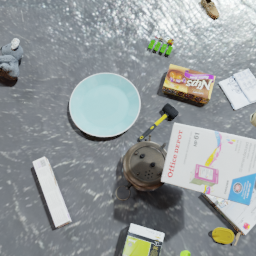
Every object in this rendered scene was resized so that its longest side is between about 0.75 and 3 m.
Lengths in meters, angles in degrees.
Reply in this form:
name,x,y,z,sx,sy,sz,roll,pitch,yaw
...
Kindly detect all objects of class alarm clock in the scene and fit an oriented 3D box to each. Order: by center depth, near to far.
name,x,y,z,sx,sy,sz,roll,pitch,yaw
alarm clock,0.523,1.572,10.207,1.767,0.872,2.620,39,77,13

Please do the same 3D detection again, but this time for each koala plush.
name,x,y,z,sx,sy,sz,roll,pitch,yaw
koala plush,-4.931,-2.936,11.729,1.400,1.351,1.523,27,71,-3

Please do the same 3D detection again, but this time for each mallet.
name,x,y,z,sx,sy,sz,roll,pitch,yaw
mallet,1.087,-0.243,11.151,1.972,0.406,0.650,-35,73,-8

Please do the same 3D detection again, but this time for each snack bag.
name,x,y,z,sx,sy,sz,roll,pitch,yaw
snack bag,4.778,-1.640,11.758,1.586,0.170,1.496,-21,71,-8

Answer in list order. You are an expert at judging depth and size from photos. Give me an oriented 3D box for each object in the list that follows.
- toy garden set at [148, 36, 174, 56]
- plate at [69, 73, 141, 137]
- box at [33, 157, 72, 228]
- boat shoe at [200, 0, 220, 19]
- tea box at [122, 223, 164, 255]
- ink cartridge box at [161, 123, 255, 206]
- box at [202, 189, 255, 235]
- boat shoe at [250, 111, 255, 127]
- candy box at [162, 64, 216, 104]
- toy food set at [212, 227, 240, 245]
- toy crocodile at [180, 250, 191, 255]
name,x,y,z,sx,sy,sz,roll,pitch,yaw
toy garden set,1.523,-3.720,12.549,1.019,0.203,0.850,22,72,9
plate,-0.927,-0.931,11.387,2.872,0.367,2.872,0,70,-1
box,-2.753,2.272,10.084,0.526,0.491,2.538,-25,71,-9
boat shoe,3.871,-5.715,13.176,0.471,0.426,1.321,-29,72,-10
tea box,0.493,3.911,9.304,1.161,0.776,1.142,16,70,6
ink cartridge box,2.202,0.911,7.585,2.319,0.981,1.676,12,91,18
box,3.873,2.579,10.028,1.468,0.388,1.884,-41,74,-14
boat shoe,4.229,-0.982,7.802,0.813,0.888,2.376,27,81,8
candy box,2.516,-1.818,11.623,1.952,0.551,1.139,17,71,8
toy food set,3.348,3.696,9.687,0.891,0.291,0.524,13,94,7
toy crocodile,1.560,3.729,7.209,0.392,1.270,0.429,-9,110,0
